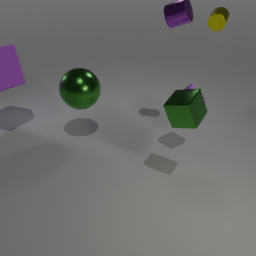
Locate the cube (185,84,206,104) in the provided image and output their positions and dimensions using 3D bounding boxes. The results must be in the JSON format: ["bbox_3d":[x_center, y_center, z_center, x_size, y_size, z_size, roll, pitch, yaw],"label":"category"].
[{"bbox_3d":[1.884,-0.794,8.608,0.700,0.700,0.700,-37,77,3],"label":"cube"}]

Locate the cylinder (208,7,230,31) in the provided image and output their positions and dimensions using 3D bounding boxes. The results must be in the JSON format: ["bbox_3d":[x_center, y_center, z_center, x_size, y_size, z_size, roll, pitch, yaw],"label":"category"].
[{"bbox_3d":[3.549,-4.259,10.959,0.700,0.700,0.700,14,47,23],"label":"cylinder"}]

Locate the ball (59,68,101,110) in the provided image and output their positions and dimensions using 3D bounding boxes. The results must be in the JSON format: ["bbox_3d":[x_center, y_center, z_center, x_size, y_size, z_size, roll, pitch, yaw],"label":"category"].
[{"bbox_3d":[-1.619,-1.325,9.479,1.400,1.400,1.400,0,29,0],"label":"ball"}]

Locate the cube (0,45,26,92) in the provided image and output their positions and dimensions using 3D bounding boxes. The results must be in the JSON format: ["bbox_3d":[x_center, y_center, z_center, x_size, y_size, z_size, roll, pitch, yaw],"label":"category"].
[{"bbox_3d":[-4.756,-2.031,9.796,1.400,1.400,1.400,0,22,29],"label":"cube"}]

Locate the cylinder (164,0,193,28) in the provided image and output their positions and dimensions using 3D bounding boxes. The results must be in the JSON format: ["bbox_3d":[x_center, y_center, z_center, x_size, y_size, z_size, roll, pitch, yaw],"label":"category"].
[{"bbox_3d":[1.535,-3.471,8.492,0.700,0.700,0.700,-6,22,31],"label":"cylinder"}]

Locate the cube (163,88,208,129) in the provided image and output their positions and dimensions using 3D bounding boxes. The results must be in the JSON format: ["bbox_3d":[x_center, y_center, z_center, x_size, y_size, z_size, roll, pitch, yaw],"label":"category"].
[{"bbox_3d":[1.396,-0.467,6.773,0.700,0.700,0.700,3,40,41],"label":"cube"}]
